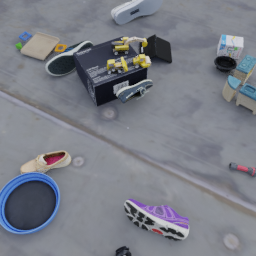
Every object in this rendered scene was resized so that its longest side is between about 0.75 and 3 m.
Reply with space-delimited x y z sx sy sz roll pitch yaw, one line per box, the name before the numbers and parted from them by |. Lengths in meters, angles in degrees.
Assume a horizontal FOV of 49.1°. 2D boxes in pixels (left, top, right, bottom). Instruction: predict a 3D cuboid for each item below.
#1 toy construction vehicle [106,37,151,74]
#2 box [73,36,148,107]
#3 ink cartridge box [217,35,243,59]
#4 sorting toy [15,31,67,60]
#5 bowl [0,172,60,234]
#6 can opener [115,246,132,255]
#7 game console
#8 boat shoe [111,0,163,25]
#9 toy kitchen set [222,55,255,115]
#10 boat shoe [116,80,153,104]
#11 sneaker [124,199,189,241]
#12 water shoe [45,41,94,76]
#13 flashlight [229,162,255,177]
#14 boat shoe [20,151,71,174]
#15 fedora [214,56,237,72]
toy construction vehicle | -0.024 -2.749 10.380 1.660 0.585 1.446 -6 55 -4
box | -0.691 -2.302 11.165 2.288 1.191 2.084 -22 59 -15
ink cartridge box | 4.509 -3.580 12.358 0.944 0.693 0.690 11 56 8
sorting toy | -3.926 -3.651 12.650 2.445 0.333 1.377 19 62 13
bowl | -2.992 2.272 8.512 1.894 0.372 1.894 0 56 0
can opener | -0.376 3.633 7.660 1.023 0.402 0.324 -27 98 -14
game console | 1.224 -3.422 12.594 1.240 0.820 1.410 -18 51 25
boat shoe | 0.361 -6.105 14.036 2.679 0.990 1.142 -28 56 -7
toy kitchen set | 5.221 -1.686 10.548 2.580 1.520 2.067 33 61 20
boat shoe | 0.342 -1.350 10.373 1.667 0.624 0.515 -24 73 -37
sneaker | 0.830 2.572 8.221 1.986 0.801 0.828 24 43 5
water shoe | -2.520 -2.981 12.042 2.336 0.835 0.922 -34 34 -19
flashlight | 3.805 1.354 9.193 0.890 0.301 0.303 14 56 8
boat shoe | -2.738 1.097 9.195 1.666 0.576 0.614 -17 57 -12
fedora | 4.093 -2.643 11.872 0.942 0.430 0.942 -1 55 1
